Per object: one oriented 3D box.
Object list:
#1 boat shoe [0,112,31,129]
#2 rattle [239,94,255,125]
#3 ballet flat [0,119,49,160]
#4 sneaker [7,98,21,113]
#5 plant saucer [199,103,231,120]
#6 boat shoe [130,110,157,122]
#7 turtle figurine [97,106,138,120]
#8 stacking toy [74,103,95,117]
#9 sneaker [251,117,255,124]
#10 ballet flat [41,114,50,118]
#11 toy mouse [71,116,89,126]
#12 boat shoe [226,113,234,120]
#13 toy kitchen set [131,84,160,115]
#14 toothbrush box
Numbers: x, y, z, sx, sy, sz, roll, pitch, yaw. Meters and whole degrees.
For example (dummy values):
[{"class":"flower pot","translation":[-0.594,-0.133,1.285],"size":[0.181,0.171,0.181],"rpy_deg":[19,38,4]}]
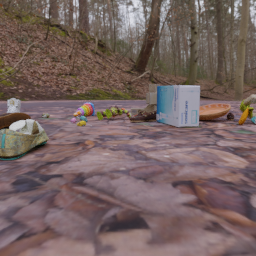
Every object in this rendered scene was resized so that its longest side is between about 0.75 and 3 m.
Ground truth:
[{"class":"boat shoe","translation":[-4.912,-0.313,11.346],"size":[0.651,0.652,1.851],"rpy_deg":[11,13,42]},{"class":"rattle","translation":[6.233,-0.446,12.793],"size":[2.201,1.433,1.573],"rpy_deg":[33,35,-8]},{"class":"ballet flat","translation":[-2.572,0.174,7.076],"size":[0.850,0.850,2.406],"rpy_deg":[0,7,1]},{"class":"sneaker","translation":[-5.547,-0.808,13.204],"size":[0.757,1.188,2.056],"rpy_deg":[0,9,-11]},{"class":"plant saucer","translation":[4.275,-0.831,14.452],"size":[1.974,0.369,1.974],"rpy_deg":[-12,15,3]},{"class":"boat shoe","translation":[0.796,-0.592,13.921],"size":[1.634,0.575,0.575],"rpy_deg":[-6,11,-33]},{"class":"turtle figurine","translation":[-0.677,-0.831,15.038],"size":[2.303,0.742,1.857],"rpy_deg":[4,8,30]},{"class":"stacking toy","translation":[-2.751,-0.978,16.853],"size":[0.854,0.807,1.471],"rpy_deg":[8,23,33]},{"class":"sneaker","translation":[6.032,-0.315,12.825],"size":[1.054,0.409,0.481],"rpy_deg":[3,-7,-17]},{"class":"ballet flat","translation":[-4.748,-0.687,16.064],"size":[0.266,0.266,0.753],"rpy_deg":[-6,10,-40]},{"class":"toy mouse","translation":[-1.666,-0.284,9.522],"size":[0.795,0.154,0.706],"rpy_deg":[-2,30,-18]},{"class":"boat shoe","translation":[5.509,-0.640,15.021],"size":[0.385,0.384,1.093],"rpy_deg":[-2,5,11]},{"class":"toy kitchen set","translation":[0.933,-1.743,17.439],"size":[1.736,1.924,1.570],"rpy_deg":[4,8,28]},{"class":"toothbrush box","translation":[2.196,-1.038,12.678],"size":[1.024,1.757,2.400],"rpy_deg":[-2,7,-16]}]
